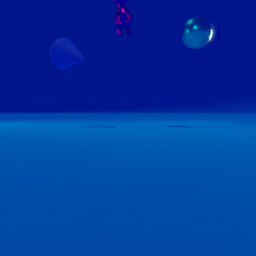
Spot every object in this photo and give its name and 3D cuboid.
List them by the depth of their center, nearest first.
[{"bbox_3d":[-1.748,-2.293,8.998,1.035,1.031,1.031,23,15,32],"label":"cone"},{"bbox_3d":[-0.192,-3.837,9.310,0.676,1.211,1.231,-7,-14,-1],"label":"cow figurine"},{"bbox_3d":[2.807,-3.929,11.558,1.262,1.262,1.262,0,3,0],"label":"ball"}]
